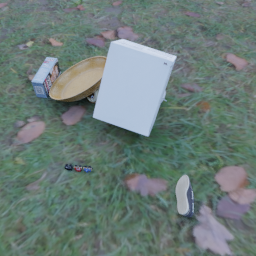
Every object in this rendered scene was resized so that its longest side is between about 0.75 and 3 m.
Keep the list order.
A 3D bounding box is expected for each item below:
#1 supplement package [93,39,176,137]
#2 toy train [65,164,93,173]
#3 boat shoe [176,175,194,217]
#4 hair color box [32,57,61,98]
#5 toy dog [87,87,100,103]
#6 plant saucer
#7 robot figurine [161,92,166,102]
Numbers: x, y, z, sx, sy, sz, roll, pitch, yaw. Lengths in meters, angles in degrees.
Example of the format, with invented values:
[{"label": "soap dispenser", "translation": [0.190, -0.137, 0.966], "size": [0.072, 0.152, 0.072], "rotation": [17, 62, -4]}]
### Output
[{"label": "supplement package", "translation": [0.224, -1.419, 9.665], "size": [2.071, 2.659, 1.474], "rotation": [19, 23, 5]}, {"label": "toy train", "translation": [-1.668, 1.365, 9.473], "size": [0.985, 0.168, 0.226], "rotation": [4, 53, 4]}, {"label": "boat shoe", "translation": [1.818, 2.131, 8.764], "size": [0.439, 0.508, 1.399], "rotation": [38, 39, -24]}, {"label": "hair color box", "translation": [-3.473, -2.182, 12.027], "size": [0.516, 0.843, 1.703], "rotation": [8, 50, 7]}, {"label": "toy dog", "translation": [-1.230, -1.569, 11.555], "size": [1.145, 0.824, 1.181], "rotation": [18, 54, 22]}, {"label": "plant saucer", "translation": [-1.902, -1.928, 11.516], "size": [2.819, 0.499, 2.819], "rotation": [-19, 38, 15]}, {"label": "robot figurine", "translation": [0.799, -1.495, 11.300], "size": [1.672, 0.944, 1.418], "rotation": [30, 19, 12]}]
